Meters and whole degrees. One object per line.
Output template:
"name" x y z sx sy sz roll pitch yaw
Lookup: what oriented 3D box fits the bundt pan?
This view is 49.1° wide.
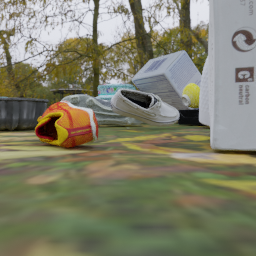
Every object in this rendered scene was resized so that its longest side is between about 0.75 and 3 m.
"bundt pan" -3.278 -0.367 7.624 2.237 0.839 2.237 -1 3 0

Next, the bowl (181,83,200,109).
"bowl" 2.282 -1.085 10.229 0.528 0.982 0.982 -29 12 -18

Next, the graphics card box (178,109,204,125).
"graphics card box" 3.274 -0.421 10.896 2.507 0.638 1.573 -4 5 -44

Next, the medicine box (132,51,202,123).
"medicine box" 2.127 -1.747 13.038 1.543 2.997 2.730 -49 23 -18

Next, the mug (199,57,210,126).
"mug" 3.272 -1.230 7.916 1.944 2.308 2.633 -9 15 -27

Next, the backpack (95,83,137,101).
"backpack" -0.529 -1.078 12.970 2.295 1.946 2.585 0 8 5

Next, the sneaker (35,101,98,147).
"sneaker" -1.034 -0.074 3.974 0.667 0.631 1.728 -9 5 -29

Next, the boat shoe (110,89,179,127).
"boat shoe" 0.589 -0.628 7.801 2.134 0.768 0.701 16 -37 -18

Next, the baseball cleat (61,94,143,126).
"baseball cleat" -0.882 -0.496 9.826 2.939 1.025 1.564 11 -2 -11

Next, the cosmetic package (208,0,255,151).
"cosmetic package" 2.258 -0.883 3.880 2.203 2.201 2.670 0 2 16
